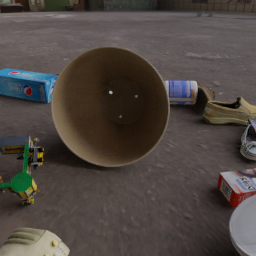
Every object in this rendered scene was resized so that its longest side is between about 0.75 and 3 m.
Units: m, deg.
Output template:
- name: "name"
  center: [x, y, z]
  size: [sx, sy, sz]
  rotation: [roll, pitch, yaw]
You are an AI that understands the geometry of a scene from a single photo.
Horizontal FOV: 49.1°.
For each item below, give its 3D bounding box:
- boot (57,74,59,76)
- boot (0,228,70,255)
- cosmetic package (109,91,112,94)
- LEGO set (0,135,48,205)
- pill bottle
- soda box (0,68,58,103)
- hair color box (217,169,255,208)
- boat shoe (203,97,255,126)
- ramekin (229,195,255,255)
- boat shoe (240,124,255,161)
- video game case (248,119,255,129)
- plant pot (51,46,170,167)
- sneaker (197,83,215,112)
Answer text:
- name: "boot"
  center: [-2.319, -2.364, 12.682]
  size: [1.884, 0.685, 2.001]
  rotation: [-11, 16, 30]
- name: "boot"
  center: [-1.238, 2.315, 3.744]
  size: [2.250, 0.819, 1.749]
  rotation: [9, 29, 24]
- name: "cosmetic package"
  center: [-1.411, -1.457, 11.307]
  size: [1.563, 0.404, 1.179]
  rotation: [23, 38, 36]
- name: "LEGO set"
  center: [-2.885, 1.035, 6.143]
  size: [2.242, 1.299, 1.724]
  rotation: [-10, 59, -12]
- name: "pill bottle"
  center: [1.747, -1.340, 10.543]
  size: [1.577, 0.884, 0.884]
  rotation: [2, 28, 3]
- name: "soda box"
  center: [-4.125, -1.747, 11.329]
  size: [2.724, 0.874, 0.924]
  rotation: [12, 30, 20]
- name: "hair color box"
  center: [2.739, 1.264, 6.118]
  size: [1.310, 0.419, 0.726]
  rotation: [-4, 28, -11]
- name: "boat shoe"
  center: [3.658, -0.593, 9.146]
  size: [2.275, 0.866, 0.815]
  rotation: [-2, 28, -4]
- name: "ramekin"
  center: [2.467, 1.754, 4.366]
  size: [1.617, 0.753, 1.617]
  rotation: [-21, 18, 7]
- name: "boat shoe"
  center: [3.399, 0.405, 7.691]
  size: [0.529, 0.460, 1.434]
  rotation: [8, 29, 16]
- name: "video game case"
  center: [4.183, 0.035, 8.528]
  size: [0.955, 0.091, 0.682]
  rotation: [16, 30, 0]
- name: "plant pot"
  center: [-0.325, -0.618, 7.533]
  size: [2.877, 2.877, 1.932]
  rotation: [4, 11, 8]
- name: "sneaker"
  center: [2.977, -1.228, 10.503]
  size: [0.796, 0.743, 2.108]
  rotation: [0, 28, -5]
